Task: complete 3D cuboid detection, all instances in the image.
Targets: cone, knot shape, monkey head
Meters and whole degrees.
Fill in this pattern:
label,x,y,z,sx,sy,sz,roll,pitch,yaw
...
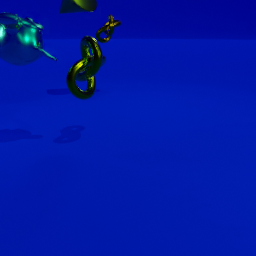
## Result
label,x,y,z,sx,sy,sz,roll,pitch,yaw
cone,-2.127,-4.583,10.323,1.404,1.398,1.398,-20,4,37
knot shape,-0.871,-1.389,6.137,0.620,1.256,1.342,19,44,-4
monkey head,-2.238,-1.735,5.557,1.614,0.973,1.161,3,9,-6
knot shape,-0.691,-3.864,10.739,0.549,1.188,1.112,38,49,-10
